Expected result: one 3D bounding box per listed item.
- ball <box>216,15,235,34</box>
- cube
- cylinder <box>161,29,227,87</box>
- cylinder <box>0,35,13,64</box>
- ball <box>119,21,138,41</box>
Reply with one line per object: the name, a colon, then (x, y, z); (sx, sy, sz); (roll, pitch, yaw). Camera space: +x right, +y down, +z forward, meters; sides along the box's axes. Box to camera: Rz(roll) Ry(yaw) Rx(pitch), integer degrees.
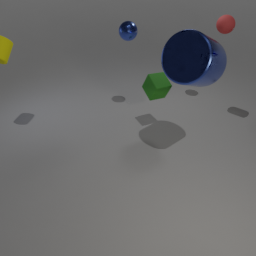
ball: (3.776, -4.001, 10.817); (0.700, 0.700, 0.700); (0, 32, 0)
cube: (1.048, -1.524, 10.232); (0.700, 0.700, 0.700); (-14, 63, -27)
cylinder: (1.836, -1.866, 7.717); (1.400, 1.400, 1.400); (22, 17, 30)
cylinder: (-4.058, -2.464, 8.787); (0.700, 0.700, 0.700); (14, -8, 2)
ball: (0.006, -3.564, 10.291); (0.700, 0.700, 0.700); (0, 32, 0)
